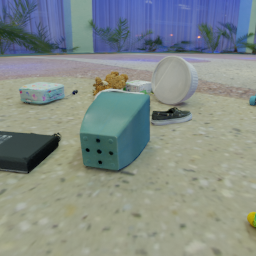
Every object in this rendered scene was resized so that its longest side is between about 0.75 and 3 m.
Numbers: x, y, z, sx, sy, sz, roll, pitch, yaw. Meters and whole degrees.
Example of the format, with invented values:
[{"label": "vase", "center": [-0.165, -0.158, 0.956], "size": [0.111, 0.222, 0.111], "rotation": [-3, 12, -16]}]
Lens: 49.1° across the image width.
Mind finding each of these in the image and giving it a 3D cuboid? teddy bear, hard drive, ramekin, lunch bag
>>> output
[{"label": "teddy bear", "center": [-0.957, -2.613, 15.899], "size": [1.799, 0.829, 2.482], "rotation": [38, 50, 27]}, {"label": "hard drive", "center": [-3.860, 0.632, 8.668], "size": [2.817, 0.463, 1.966], "rotation": [4, 20, 11]}, {"label": "ramekin", "center": [2.521, -2.474, 14.726], "size": [2.505, 2.505, 1.167], "rotation": [18, 15, 41]}, {"label": "lunch bag", "center": [-4.624, -1.899, 15.243], "size": [1.814, 0.872, 2.262], "rotation": [11, 22, 22]}]

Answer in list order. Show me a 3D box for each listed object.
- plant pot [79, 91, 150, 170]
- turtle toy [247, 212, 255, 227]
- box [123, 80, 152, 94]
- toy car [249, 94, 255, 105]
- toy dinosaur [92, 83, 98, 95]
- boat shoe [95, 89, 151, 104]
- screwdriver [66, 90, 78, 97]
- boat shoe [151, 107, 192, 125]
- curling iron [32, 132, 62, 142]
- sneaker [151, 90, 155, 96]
[{"label": "plant pot", "center": [-0.410, 0.131, 8.479], "size": [1.702, 1.701, 2.409], "rotation": [5, 27, 15]}, {"label": "turtle toy", "center": [3.016, 1.706, 5.309], "size": [1.349, 0.682, 0.983], "rotation": [-5, 20, -15]}, {"label": "box", "center": [0.608, -2.453, 17.051], "size": [1.279, 0.701, 1.450], "rotation": [15, 24, 35]}, {"label": "toy car", "center": [7.138, -1.893, 14.126], "size": [1.476, 1.602, 1.417], "rotation": [16, 25, 40]}, {"label": "toy dinosaur", "center": [-1.314, -2.418, 16.677], "size": [1.431, 0.814, 2.694], "rotation": [-25, 38, -35]}, {"label": "boat shoe", "center": [-0.246, -1.291, 13.557], "size": [2.699, 0.968, 0.915], "rotation": [4, 17, -10]}, {"label": "screwdriver", "center": [-3.352, -2.022, 16.498], "size": [0.252, 0.242, 1.732], "rotation": [32, 22, 4]}, {"label": "boat shoe", "center": [1.892, -0.554, 11.851], "size": [2.072, 0.586, 0.711], "rotation": [-11, 22, -28]}, {"label": "curling iron", "center": [-2.906, 0.283, 9.931], "size": [1.279, 0.317, 0.163], "rotation": [5, -23, 18]}, {"label": "sneaker", "center": [1.691, -2.140, 16.555], "size": [0.408, 0.447, 1.104], "rotation": [-8, 21, -22]}]
